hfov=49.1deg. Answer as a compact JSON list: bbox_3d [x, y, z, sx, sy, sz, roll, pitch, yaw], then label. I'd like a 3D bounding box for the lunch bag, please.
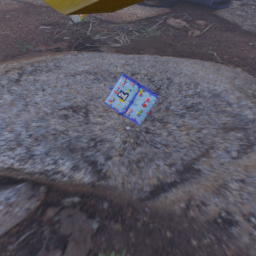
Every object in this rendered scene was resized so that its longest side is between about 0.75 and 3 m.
[{"bbox_3d":[0.035,-0.726,6.832,1.122,0.844,0.528,30,13,-11],"label":"lunch bag"}]

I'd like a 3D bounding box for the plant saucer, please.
[{"bbox_3d":[-0.482,-3.703,7.664,2.825,0.684,2.825,3,21,43],"label":"plant saucer"}]

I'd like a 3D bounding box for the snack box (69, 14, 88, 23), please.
[{"bbox_3d":[-1.955,-5.061,9.538,1.634,2.298,0.609,-51,30,-12],"label":"snack box"}]
